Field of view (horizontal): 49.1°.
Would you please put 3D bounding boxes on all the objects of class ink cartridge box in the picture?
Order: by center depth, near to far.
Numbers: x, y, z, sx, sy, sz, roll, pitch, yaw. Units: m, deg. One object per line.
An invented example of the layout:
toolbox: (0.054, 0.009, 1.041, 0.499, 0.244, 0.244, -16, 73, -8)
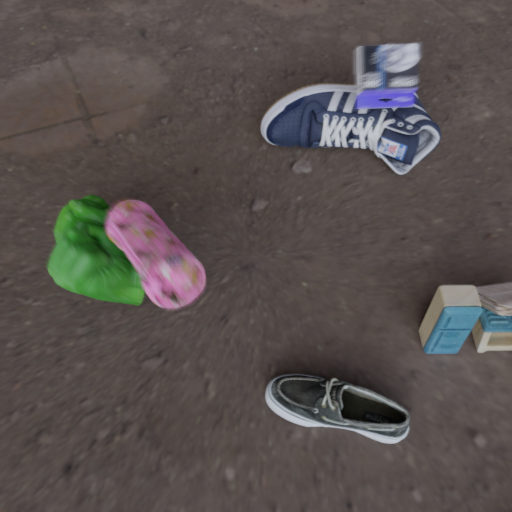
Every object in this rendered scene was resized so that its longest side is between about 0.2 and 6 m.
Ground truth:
ink cartridge box: (2.117, -2.891, 9.047, 0.967, 0.976, 0.212, -4, 13, -4)

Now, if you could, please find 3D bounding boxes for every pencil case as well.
pencil case: (-1.238, -0.066, 6.660, 0.685, 0.716, 1.655, -38, 43, -7)

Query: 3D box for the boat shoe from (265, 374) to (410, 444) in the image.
boat shoe: (1.067, 1.871, 7.282, 1.911, 0.678, 0.689, 11, 53, 8)

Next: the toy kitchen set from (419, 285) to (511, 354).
toy kitchen set: (3.394, 1.335, 7.364, 1.976, 1.164, 1.583, -1, 51, -1)

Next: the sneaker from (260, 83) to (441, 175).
sneaker: (1.802, -2.259, 10.219, 3.202, 1.122, 1.737, -12, 51, -13)

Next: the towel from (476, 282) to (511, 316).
towel: (3.661, 0.570, 7.900, 1.140, 0.197, 0.756, -7, 20, -16)

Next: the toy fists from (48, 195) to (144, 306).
toy fists: (-2.273, -0.178, 8.070, 1.242, 0.838, 2.437, 9, 27, -20)
